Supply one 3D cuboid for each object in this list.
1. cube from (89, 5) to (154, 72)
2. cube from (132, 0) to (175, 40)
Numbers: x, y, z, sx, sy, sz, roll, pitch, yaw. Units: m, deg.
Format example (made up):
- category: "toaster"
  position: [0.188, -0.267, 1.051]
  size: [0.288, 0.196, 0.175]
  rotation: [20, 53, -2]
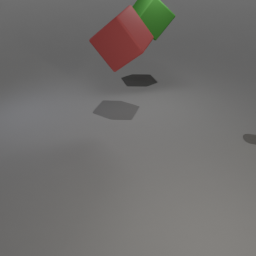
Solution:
- category: "cube"
  position: [-0.196, -3.092, 9.730]
  size: [1.400, 1.400, 1.400]
  rotation: [-26, 23, 37]
- category: "cube"
  position: [1.033, -5.197, 12.931]
  size: [1.400, 1.400, 1.400]
  rotation: [29, 22, -34]
